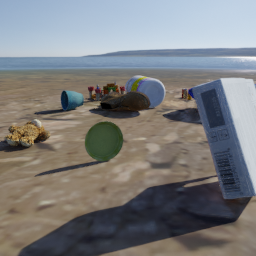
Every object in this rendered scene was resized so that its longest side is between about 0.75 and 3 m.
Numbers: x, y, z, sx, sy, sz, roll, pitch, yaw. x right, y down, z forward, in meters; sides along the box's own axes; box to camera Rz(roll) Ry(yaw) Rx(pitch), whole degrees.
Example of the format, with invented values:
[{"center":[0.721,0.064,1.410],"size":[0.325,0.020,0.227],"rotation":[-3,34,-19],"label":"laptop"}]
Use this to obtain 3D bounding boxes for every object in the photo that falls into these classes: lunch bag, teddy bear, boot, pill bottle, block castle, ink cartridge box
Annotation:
[{"center":[4.125,-1.472,12.459],"size":[2.302,1.467,1.957],"rotation":[25,28,37],"label":"lunch bag"},{"center":[-2.961,0.125,8.353],"size":[1.176,0.542,1.623],"rotation":[8,17,21],"label":"teddy bear"},{"center":[-0.183,-1.061,12.432],"size":[2.615,0.963,0.987],"rotation":[6,32,42],"label":"boot"},{"center":[0.728,-1.914,14.197],"size":[1.391,1.391,2.669],"rotation":[-5,16,-18],"label":"pill bottle"},{"center":[-1.196,-2.152,15.991],"size":[1.933,0.907,1.292],"rotation":[-9,18,-30],"label":"block castle"},{"center":[2.319,0.024,5.789],"size":[0.649,2.100,2.589],"rotation":[-17,-2,34],"label":"ink cartridge box"}]

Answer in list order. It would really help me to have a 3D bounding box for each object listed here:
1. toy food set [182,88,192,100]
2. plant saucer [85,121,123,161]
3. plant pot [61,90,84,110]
[{"center":[3.424,-2.017,16.074],"size":[0.636,0.600,1.333],"rotation":[5,16,18],"label":"toy food set"},{"center":[-0.592,0.311,6.798],"size":[0.987,0.987,0.153],"rotation":[-7,12,-24],"label":"plant saucer"},{"center":[-2.542,-1.290,12.929],"size":[0.848,0.903,0.903],"rotation":[-6,16,-36],"label":"plant pot"}]
